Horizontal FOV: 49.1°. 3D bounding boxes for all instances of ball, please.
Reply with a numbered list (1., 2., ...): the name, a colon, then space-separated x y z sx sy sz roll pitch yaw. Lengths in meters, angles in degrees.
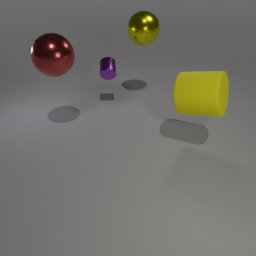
1. ball: 0.662 -4.231 11.903 1.400 1.400 1.400 0 31 0
2. ball: -2.463 -2.392 9.212 1.400 1.400 1.400 0 31 0

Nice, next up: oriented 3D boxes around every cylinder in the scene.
1. cylinder: -0.858 -2.538 11.955 0.700 0.700 0.700 -2 63 -4
2. cylinder: 2.356 -1.094 8.963 1.400 1.400 1.400 6 29 31
